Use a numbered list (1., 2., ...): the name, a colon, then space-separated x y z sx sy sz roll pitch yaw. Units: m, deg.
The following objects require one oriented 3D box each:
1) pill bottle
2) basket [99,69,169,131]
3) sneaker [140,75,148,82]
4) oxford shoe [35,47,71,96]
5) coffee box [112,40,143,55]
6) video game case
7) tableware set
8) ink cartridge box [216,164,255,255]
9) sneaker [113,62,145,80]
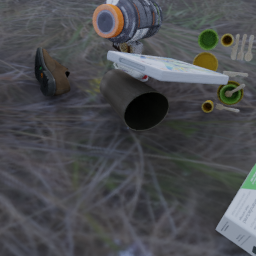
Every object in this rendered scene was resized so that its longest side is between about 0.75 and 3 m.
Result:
1. pill bottle: -0.007 -3.510 9.060 1.385 1.385 2.607 27 33 21
2. basket: 0.047 -0.893 8.041 1.601 1.208 1.776 3 30 -41
3. sneaker: 0.294 -2.160 9.694 0.417 0.659 1.172 -29 54 -24
4. oxford shoe: -2.539 -1.881 9.407 1.013 0.872 2.401 -5 49 -32
5. coffee box: -0.023 -3.031 10.281 1.093 0.618 0.436 41 53 22
6. video game case: 1.020 -1.576 7.285 2.402 0.264 2.190 -4 25 -37
7. tableware set: 2.626 -1.580 8.133 1.608 2.387 0.366 13 27 22
8. ink cartridge box: 3.280 2.046 5.835 2.217 0.932 1.618 31 59 24
9. sneaker: 0.020 -1.858 8.970 1.406 0.700 0.526 21 76 51
